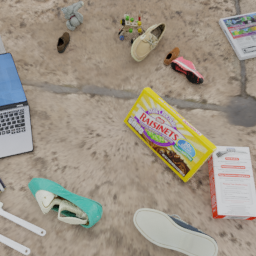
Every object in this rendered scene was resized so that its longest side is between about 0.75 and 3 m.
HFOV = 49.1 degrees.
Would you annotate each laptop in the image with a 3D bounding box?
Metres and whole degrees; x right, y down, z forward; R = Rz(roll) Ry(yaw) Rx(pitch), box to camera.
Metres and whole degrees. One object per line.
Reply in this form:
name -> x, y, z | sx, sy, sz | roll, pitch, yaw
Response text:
laptop -> -4.880, -0.558, 9.240 | 2.795, 1.730, 2.985 | -12, 64, -6

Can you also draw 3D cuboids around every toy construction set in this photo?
toy construction set -> 0.224, -4.317, 11.555 | 1.155, 1.064, 1.385 | 16, 63, 8

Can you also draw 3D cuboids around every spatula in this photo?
spatula -> -3.860, 3.191, 8.173 | 2.580, 0.207, 1.794 | 21, 59, 13

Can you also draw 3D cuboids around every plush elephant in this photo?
plush elephant -> -2.276, -4.743, 11.940 | 0.956, 0.899, 1.161 | -21, 17, 32

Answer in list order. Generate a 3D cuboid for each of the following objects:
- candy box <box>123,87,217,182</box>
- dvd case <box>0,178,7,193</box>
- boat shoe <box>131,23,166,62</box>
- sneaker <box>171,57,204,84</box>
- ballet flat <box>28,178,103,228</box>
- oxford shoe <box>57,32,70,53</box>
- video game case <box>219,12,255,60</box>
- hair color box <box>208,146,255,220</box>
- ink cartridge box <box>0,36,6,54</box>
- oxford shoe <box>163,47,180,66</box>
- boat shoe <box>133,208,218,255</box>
candy box -> 1.244, 0.181, 9.074 | 2.977, 1.522, 0.393 | 44, 29, 20
dvd case -> -4.740, 1.968, 8.792 | 1.525, 0.122, 1.134 | -38, 62, -16
boat shoe -> 0.851, -3.500, 11.209 | 0.754, 0.678, 2.089 | 47, 62, -20
sneaker -> 2.395, -2.293, 10.804 | 1.482, 0.546, 0.643 | 40, 69, 19
ballet flat -> -1.986, 2.210, 8.217 | 2.513, 0.846, 0.885 | 20, 30, 8
oxford shoe -> -2.657, -3.622, 11.549 | 0.385, 0.447, 1.060 | 6, 61, 5
video game case -> 5.403, -3.978, 11.828 | 2.446, 0.281, 2.228 | -13, 64, -5
hair color box -> 3.197, 1.673, 8.684 | 1.203, 0.693, 2.169 | 2, 64, 2
ink cartridge box -> -5.641, -3.282, 11.034 | 1.378, 1.005, 0.579 | 18, 55, 8
oxford shoe -> 1.791, -2.948, 11.250 | 0.365, 0.364, 1.022 | 29, 65, 16
boat shoe -> 1.331, 2.955, 7.958 | 2.426, 0.750, 0.908 | 14, 79, 17
